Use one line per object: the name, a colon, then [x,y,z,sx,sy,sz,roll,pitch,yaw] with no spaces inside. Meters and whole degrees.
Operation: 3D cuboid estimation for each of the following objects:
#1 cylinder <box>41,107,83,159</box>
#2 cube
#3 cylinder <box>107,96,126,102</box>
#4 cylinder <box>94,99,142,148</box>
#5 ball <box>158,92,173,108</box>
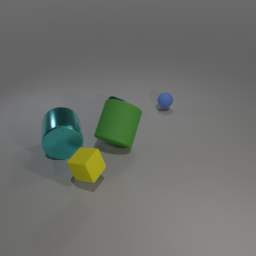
cylinder: [-2.386,0.168,10.113,1.400,1.400,1.400,-7,34,-12]
cube: [-1.185,1.058,8.080,0.700,0.700,0.700,1,36,32]
cylinder: [-0.529,-1.028,12.691,0.700,0.700,0.700,25,40,34]
cylinder: [-0.346,-0.141,10.084,1.400,1.400,1.400,17,-9,3]
ball: [1.700,-1.274,12.753,0.700,0.700,0.700,0,32,0]
